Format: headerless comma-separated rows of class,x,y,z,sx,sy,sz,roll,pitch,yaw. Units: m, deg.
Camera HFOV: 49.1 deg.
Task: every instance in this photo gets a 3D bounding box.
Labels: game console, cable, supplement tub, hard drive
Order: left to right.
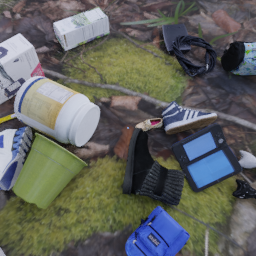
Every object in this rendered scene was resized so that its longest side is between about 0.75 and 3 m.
supplement tub,-2.673,-0.617,10.774,2.762,1.994,1.994,26,63,14
hard drive,2.393,-4.439,13.976,1.234,0.387,1.830,-5,60,-3
cable,3.100,-3.567,13.120,1.876,0.584,2.299,-27,75,-11
game console,2.811,1.070,10.022,1.942,1.658,1.149,-28,32,5

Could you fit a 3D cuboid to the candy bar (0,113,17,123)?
candy bar,-4.999,-0.420,11.765,1.016,0.113,0.253,-23,62,-13

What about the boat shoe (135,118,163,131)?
boat shoe,0.860,-0.182,11.455,1.159,0.401,0.427,-14,60,-8

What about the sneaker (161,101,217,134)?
sneaker,2.445,-0.571,11.477,2.195,0.769,1.191,-14,62,-5

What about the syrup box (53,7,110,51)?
syrup box,-2.275,-4.925,13.884,2.537,1.033,0.999,-28,61,-15

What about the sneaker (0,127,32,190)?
sneaker,-4.713,1.031,10.473,1.500,1.049,2.597,5,53,7

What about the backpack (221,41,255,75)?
backpack,5.621,-3.111,12.497,2.226,1.816,1.711,-15,80,-9

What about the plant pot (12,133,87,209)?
plant pot,-2.833,1.593,9.676,2.135,2.135,2.027,27,76,15

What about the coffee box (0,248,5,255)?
coffee box,-4.505,4.105,8.749,1.002,0.698,1.752,-39,67,-20

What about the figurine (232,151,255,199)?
figurine,4.852,1.816,10.088,1.960,0.865,2.008,13,59,12

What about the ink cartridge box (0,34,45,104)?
ink cartridge box,-5.159,-2.382,11.847,2.693,1.950,1.136,-38,66,-20

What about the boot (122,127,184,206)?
boot,1.004,1.341,10.173,2.076,1.045,2.776,7,61,5

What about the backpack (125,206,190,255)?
backpack,0.782,3.505,8.661,1.819,1.526,1.478,-41,60,-18
